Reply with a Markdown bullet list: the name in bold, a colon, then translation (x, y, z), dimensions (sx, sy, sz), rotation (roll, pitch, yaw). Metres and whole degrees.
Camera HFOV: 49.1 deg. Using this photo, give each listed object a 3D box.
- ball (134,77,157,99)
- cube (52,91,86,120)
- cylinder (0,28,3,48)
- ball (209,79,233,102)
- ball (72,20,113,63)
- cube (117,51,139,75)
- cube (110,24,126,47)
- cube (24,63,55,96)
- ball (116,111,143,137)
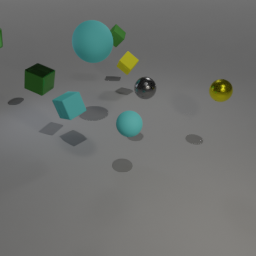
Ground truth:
- **ball**: translation (0.541, -1.246, 8.762), dimensions (0.700, 0.700, 0.700), rotation (0, 29, 0)
- **cube**: translation (-1.943, -0.752, 9.288), dimensions (0.700, 0.700, 0.700), rotation (-36, 30, -33)
- **cylinder**: translation (-5.272, -3.529, 10.891), dimensions (0.700, 0.700, 0.700), rotation (8, 33, -5)
- **ball**: translation (2.829, -1.139, 8.533), dimensions (0.700, 0.700, 0.700), rotation (0, 29, 0)
- **ball**: translation (-1.208, -2.944, 9.584), dimensions (1.400, 1.400, 1.400), rotation (0, 29, 0)
- **cube**: translation (-0.023, -3.146, 13.617), dimensions (0.700, 0.700, 0.700), rotation (39, 72, -4)
- **cube**: translation (-0.626, -4.792, 14.559), dimensions (0.700, 0.700, 0.700), rotation (35, 41, -26)
- **cube**: translation (-2.900, -1.604, 9.214), dimensions (0.700, 0.700, 0.700), rotation (23, 37, 9)
- **ball**: translation (0.034, -0.109, 7.391), dimensions (0.700, 0.700, 0.700), rotation (0, 29, 0)
